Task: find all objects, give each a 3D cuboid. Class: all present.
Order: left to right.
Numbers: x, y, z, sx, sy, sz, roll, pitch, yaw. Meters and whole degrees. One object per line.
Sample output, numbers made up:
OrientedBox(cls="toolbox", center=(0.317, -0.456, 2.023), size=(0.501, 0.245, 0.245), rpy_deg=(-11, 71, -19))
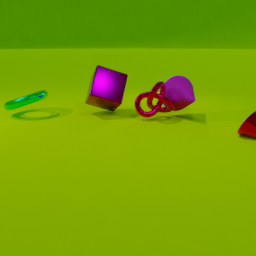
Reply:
OrientedBox(cls="ring", center=(-3.677, -1.011, 10.147), size=(1.601, 0.320, 1.601), rpy_deg=(-18, 12, 4))
OrientedBox(cls="cube", center=(-0.803, -1.404, 10.197), size=(1.158, 1.158, 1.158), rpy_deg=(15, -14, -14))
OrientedBox(cls="knot shape", center=(0.836, -0.873, 9.509), size=(1.255, 1.342, 0.620), rpy_deg=(-23, 38, 2))
OrientedBox(cls="cone", center=(1.965, -1.056, 9.531), size=(1.308, 1.308, 1.313), rpy_deg=(-5, 19, -16))
OrientedBox(cls="cone", center=(3.682, 0.115, 7.702), size=(0.897, 0.897, 0.900), rpy_deg=(-15, 49, -39))
